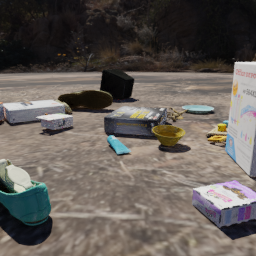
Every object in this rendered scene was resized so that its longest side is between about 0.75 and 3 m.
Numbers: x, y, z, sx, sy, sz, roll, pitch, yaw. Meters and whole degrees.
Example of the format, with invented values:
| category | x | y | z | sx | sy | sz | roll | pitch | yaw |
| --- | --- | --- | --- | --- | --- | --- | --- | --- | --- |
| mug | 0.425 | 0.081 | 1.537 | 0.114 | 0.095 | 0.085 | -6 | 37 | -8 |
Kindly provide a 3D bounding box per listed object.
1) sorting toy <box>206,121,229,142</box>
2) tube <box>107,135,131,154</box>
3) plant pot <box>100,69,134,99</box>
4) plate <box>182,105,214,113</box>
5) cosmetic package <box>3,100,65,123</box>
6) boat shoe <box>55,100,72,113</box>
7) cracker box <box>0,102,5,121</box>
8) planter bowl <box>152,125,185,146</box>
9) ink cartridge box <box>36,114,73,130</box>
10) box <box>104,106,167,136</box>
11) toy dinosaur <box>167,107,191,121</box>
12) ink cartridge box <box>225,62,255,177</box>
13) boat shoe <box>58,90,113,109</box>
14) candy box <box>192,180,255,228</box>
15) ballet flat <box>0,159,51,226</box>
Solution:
| category | x | y | z | sx | sy | sz | roll | pitch | yaw |
| --- | --- | --- | --- | --- | --- | --- | --- | --- | --- |
| sorting toy | 3.399 | -0.016 | 9.143 | 1.409 | 0.341 | 2.503 | -3 | 11 | 37 |
| tube | -0.298 | 0.497 | 7.920 | 0.402 | 0.261 | 1.037 | -13 | 23 | -20 |
| plant pot | -0.607 | -2.686 | 17.720 | 1.580 | 1.782 | 1.777 | 18 | 20 | 24 |
| plate | 3.352 | -0.891 | 13.468 | 1.500 | 0.192 | 1.500 | 1 | 15 | 0 |
| cosmetic package | -4.122 | -0.764 | 12.189 | 2.287 | 0.591 | 1.724 | -9 | 20 | -33 |
| boat shoe | -3.137 | -0.948 | 13.293 | 1.353 | 0.488 | 0.439 | 26 | 65 | 39 |
| cracker box | -6.000 | -0.382 | 10.231 | 1.808 | 0.779 | 2.699 | 0 | 13 | 1 |
| planter bowl | 1.199 | 0.267 | 8.344 | 0.975 | 0.406 | 0.975 | 2 | 21 | -1 |
| ink cartridge box | -2.666 | -0.229 | 10.209 | 0.706 | 0.406 | 1.206 | 12 | 15 | 31 |
| box | 0.377 | -0.329 | 10.432 | 1.879 | 0.573 | 2.372 | 4 | 14 | 15 |
| toy dinosaur | 2.063 | -0.572 | 12.044 | 0.756 | 0.435 | 1.496 | 26 | 33 | 27 |
| ink cartridge box | 3.495 | -0.472 | 6.511 | 1.732 | 2.767 | 1.778 | 0 | 14 | 1 |
| boat shoe | -2.108 | -1.506 | 14.193 | 2.806 | 1.027 | 0.909 | 2 | 19 | 7 |
| candy box | 1.685 | 1.245 | 4.709 | 0.932 | 0.333 | 0.782 | -5 | 15 | -20 |
| ballet flat | -2.085 | 0.960 | 4.961 | 2.164 | 0.762 | 0.729 | 12 | 16 | 39 |
